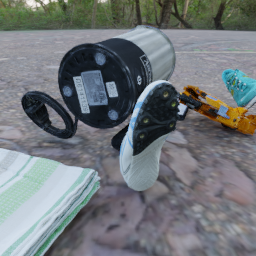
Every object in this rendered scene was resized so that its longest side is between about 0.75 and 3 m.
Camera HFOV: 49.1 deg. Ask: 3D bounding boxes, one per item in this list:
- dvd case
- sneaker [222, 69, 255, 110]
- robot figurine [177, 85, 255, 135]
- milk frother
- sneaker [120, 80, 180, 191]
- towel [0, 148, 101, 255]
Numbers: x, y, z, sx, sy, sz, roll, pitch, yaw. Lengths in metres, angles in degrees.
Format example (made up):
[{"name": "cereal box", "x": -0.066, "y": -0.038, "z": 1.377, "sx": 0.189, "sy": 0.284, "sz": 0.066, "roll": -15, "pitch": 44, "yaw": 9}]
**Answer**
[{"name": "dvd case", "x": 0.871, "y": -0.743, "z": 9.067, "sx": 2.140, "sy": 0.188, "sz": 1.527, "roll": 10, "pitch": 25, "yaw": 16}, {"name": "sneaker", "x": 2.982, "y": -1.088, "z": 7.472, "sx": 0.893, "sy": 0.869, "sz": 2.243, "roll": 41, "pitch": 16, "yaw": -8}, {"name": "robot figurine", "x": 2.315, "y": -0.547, "z": 7.578, "sx": 1.602, "sy": 0.643, "sz": 2.210, "roll": 16, "pitch": 15, "yaw": -45}, {"name": "milk frother", "x": -0.681, "y": -1.062, "z": 6.836, "sx": 2.915, "sy": 2.631, "sz": 2.742, "roll": 16, "pitch": 30, "yaw": 20}, {"name": "sneaker", "x": 0.236, "y": 0.137, "z": 4.530, "sx": 0.786, "sy": 2.187, "sz": 0.793, "roll": -11, "pitch": 45, "yaw": -23}, {"name": "towel", "x": -2.117, "y": 1.033, "z": 4.409, "sx": 2.812, "sy": 0.432, "sz": 2.098, "roll": 10, "pitch": 32, "yaw": 25}]
